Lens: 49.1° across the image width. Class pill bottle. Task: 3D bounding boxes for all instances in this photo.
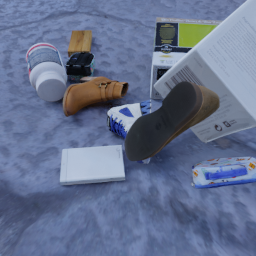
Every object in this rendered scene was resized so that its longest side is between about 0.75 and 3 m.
[{"bbox_3d":[-3.262,-2.235,11.321,1.456,1.456,2.435,-14,47,-13],"label":"pill bottle"}]

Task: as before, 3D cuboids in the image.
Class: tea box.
[{"bbox_3d":[2.433,-2.726,11.194,2.910,1.945,2.863,5,57,5],"label":"tea box"}]

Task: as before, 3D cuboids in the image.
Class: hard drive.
[{"bbox_3d":[-1.122,1.153,8.911,1.957,0.261,1.291,-4,46,-4],"label":"hard drive"}]

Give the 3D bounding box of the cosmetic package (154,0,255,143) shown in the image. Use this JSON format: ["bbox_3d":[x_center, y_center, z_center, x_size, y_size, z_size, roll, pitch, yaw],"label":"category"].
[{"bbox_3d":[2.532,-1.376,7.082,2.596,2.140,2.142,-43,93,-22],"label":"cosmetic package"}]

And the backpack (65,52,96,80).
[{"bbox_3d":[-1.983,-2.686,12.058,1.196,1.014,1.347,3,45,6],"label":"backpack"}]

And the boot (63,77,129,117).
[{"bbox_3d":[-1.176,-1.182,10.687,1.960,0.968,2.524,9,33,16],"label":"boot"}]

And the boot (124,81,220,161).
[{"bbox_3d":[0.845,0.021,5.935,0.967,2.562,0.943,2,60,-37],"label":"boot"}]

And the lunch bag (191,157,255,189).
[{"bbox_3d":[1.999,0.939,5.857,1.413,1.132,0.534,-11,87,12],"label":"lunch bag"}]

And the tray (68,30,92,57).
[{"bbox_3d":[-2.376,-4.260,14.030,1.023,0.384,2.075,-1,45,-1],"label":"tray"}]

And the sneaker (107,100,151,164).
[{"bbox_3d":[0.011,0.059,9.510,1.583,1.108,2.742,-1,39,4],"label":"sneaker"}]
